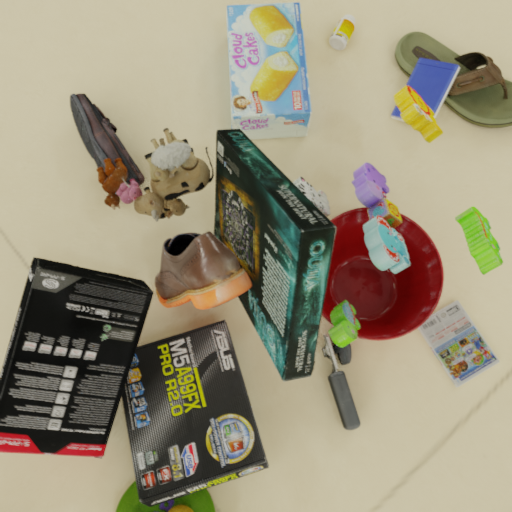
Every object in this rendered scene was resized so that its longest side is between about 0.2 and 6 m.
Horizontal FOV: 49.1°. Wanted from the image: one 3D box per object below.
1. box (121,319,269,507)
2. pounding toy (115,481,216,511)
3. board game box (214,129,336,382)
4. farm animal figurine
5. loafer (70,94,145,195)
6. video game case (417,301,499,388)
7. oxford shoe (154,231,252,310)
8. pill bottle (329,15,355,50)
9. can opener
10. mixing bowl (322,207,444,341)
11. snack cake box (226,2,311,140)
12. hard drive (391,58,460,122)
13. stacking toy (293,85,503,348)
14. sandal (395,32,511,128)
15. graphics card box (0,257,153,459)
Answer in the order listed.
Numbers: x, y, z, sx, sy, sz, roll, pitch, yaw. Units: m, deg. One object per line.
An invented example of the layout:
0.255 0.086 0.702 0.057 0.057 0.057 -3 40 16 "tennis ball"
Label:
-1.169 2.657 9.752 2.132 0.589 2.662 -17 59 -3 "box"
-1.385 4.632 9.166 1.761 1.059 2.281 -42 76 -13 "pounding toy"
0.068 -0.205 9.004 0.531 2.551 3.771 -8 34 -18 "board game box"
-1.625 -1.156 9.772 2.037 2.060 1.074 -25 79 18 "farm animal figurine"
-3.138 -2.367 11.744 0.763 0.871 2.423 -22 78 -26 "loafer"
3.820 1.658 10.662 0.981 0.123 1.370 -27 73 -9 "video game case"
-1.113 0.158 9.574 1.157 3.246 1.183 -29 99 -26 "oxford shoe"
1.987 -5.115 12.784 0.421 0.421 0.771 24 73 8 "pill bottle"
1.640 2.245 10.280 0.598 0.477 1.790 -15 73 -4 "can opener"
2.094 0.464 10.411 2.432 1.317 2.432 -1 72 2 "mixing bowl"
0.223 -3.999 12.118 1.647 0.962 2.864 -3 71 -2 "snack cake box"
3.599 -3.489 11.962 0.924 0.178 1.400 27 91 35 "hard drive"
2.043 -0.698 9.416 0.908 2.915 3.866 27 40 -34 "stacking toy"
4.483 -3.885 12.090 3.303 0.942 1.311 34 75 11 "sandal"
-3.059 1.709 9.158 1.921 0.779 3.062 14 98 -27 "graphics card box"
